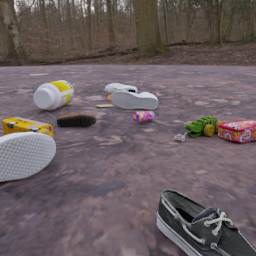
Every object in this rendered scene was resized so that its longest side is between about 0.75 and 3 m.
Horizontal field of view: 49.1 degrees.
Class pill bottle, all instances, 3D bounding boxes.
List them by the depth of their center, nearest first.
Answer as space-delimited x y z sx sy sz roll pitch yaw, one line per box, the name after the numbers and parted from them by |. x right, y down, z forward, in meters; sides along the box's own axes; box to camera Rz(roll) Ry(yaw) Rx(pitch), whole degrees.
-3.254 -1.431 12.280 1.138 1.138 2.083 3 15 11 | pill bottle

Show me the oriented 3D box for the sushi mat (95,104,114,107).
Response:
-1.061 -1.004 12.693 0.822 0.050 0.393 -8 17 -39 | sushi mat

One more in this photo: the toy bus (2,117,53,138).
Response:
-2.679 0.164 7.585 1.904 0.620 0.745 11 18 35 | toy bus

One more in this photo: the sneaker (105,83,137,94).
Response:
-0.392 -2.115 15.592 1.858 0.685 1.074 1 13 -1 | sneaker

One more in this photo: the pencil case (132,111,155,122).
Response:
0.548 -0.401 9.931 0.870 0.385 0.385 -10 18 -40 | pencil case

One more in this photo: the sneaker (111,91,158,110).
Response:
0.331 -1.263 12.598 2.068 0.762 1.195 11 15 4 | sneaker

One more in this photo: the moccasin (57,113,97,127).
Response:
-1.722 -0.278 9.518 1.335 0.488 0.515 -8 23 7 | moccasin

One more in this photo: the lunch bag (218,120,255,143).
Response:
3.290 0.068 8.231 1.203 0.493 1.060 -8 13 -21 | lunch bag

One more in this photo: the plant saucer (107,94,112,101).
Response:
-0.417 -1.605 14.556 1.390 0.260 1.390 1 16 0 | plant saucer

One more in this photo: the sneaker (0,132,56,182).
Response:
-2.757 0.557 5.520 1.071 0.967 2.615 20 24 40 | sneaker

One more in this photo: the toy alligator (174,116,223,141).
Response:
2.196 -0.044 8.473 2.175 0.522 0.721 -13 20 -40 | toy alligator

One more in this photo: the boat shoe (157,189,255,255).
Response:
1.003 1.320 3.509 0.636 0.573 1.799 -11 19 -35 | boat shoe
